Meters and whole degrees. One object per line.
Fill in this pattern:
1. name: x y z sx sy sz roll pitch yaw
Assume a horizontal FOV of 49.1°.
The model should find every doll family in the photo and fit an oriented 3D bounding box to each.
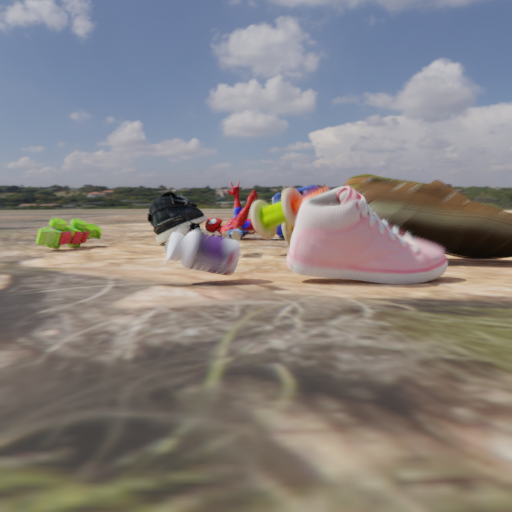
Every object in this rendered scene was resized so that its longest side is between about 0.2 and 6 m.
1. doll family: -0.868 -0.286 10.331 1.676 0.657 0.969 6 3 7

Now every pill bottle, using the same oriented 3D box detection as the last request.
1. pill bottle: -0.666 -0.045 6.993 0.833 0.464 0.464 12 2 -19

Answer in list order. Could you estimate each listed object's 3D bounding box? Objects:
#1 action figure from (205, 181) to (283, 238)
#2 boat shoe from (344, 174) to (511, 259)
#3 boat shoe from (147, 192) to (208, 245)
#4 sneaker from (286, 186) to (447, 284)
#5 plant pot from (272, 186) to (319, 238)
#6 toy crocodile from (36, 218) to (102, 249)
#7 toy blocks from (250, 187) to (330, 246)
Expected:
1. action figure: 0.298 -1.135 14.001 3.271 1.619 1.067 -2 5 9
2. boat shoe: 2.965 -0.739 9.139 3.153 1.072 1.134 10 -29 -2
3. boat shoe: -2.007 -1.027 13.558 1.222 1.084 3.270 -26 6 8
4. sneaker: 1.463 -0.286 7.013 2.085 1.090 0.785 3 21 -5
5. plant pot: 1.065 -1.134 14.896 1.230 1.368 1.368 -6 6 3
6. toy crocodile: -3.855 -0.429 11.543 0.520 0.569 1.686 26 12 16
7. toy blocks: 1.243 -0.845 10.213 2.136 0.776 1.781 -19 -22 34
